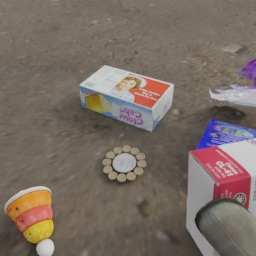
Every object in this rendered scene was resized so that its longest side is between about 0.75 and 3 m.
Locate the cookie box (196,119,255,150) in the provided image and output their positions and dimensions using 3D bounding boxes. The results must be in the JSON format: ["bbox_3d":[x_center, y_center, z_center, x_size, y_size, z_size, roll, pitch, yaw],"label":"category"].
[{"bbox_3d":[2.206,0.452,6.223,1.184,0.520,1.384,15,36,22],"label":"cookie box"}]

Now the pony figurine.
[{"bbox_3d":[3.466,-1.099,6.506,2.851,2.953,2.459,13,9,18],"label":"pony figurine"}]

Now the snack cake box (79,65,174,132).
[{"bbox_3d":[-0.043,-0.892,7.758,2.261,0.760,1.300,21,45,23],"label":"snack cake box"}]

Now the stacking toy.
[{"bbox_3d":[-1.571,1.679,4.868,0.840,0.840,1.150,-21,60,-23],"label":"stacking toy"}]

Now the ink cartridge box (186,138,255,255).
[{"bbox_3d":[2.195,1.088,4.585,2.293,1.692,0.982,-10,24,-9],"label":"ink cartridge box"}]

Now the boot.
[{"bbox_3d":[1.769,1.847,3.456,0.709,2.095,1.368,-40,22,4],"label":"boot"}]

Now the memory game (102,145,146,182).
[{"bbox_3d":[-0.082,0.772,6.157,0.985,0.063,0.985,-4,45,4],"label":"memory game"}]
